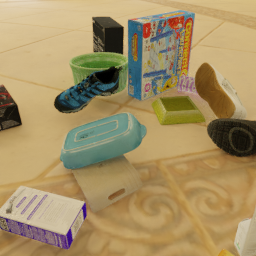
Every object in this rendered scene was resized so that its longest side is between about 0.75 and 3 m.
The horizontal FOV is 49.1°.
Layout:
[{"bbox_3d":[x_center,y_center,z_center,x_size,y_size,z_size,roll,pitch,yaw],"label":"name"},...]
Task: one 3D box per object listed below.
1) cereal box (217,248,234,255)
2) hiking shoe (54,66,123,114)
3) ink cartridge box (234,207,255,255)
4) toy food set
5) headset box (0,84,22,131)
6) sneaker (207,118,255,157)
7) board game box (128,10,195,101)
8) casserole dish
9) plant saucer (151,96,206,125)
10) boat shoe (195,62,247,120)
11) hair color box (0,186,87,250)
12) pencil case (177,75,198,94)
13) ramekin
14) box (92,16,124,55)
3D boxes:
[{"bbox_3d":[1.842,2.874,3.801,2.111,0.417,1.519,27,43,36],"label":"cereal box"},{"bbox_3d":[-1.340,-1.357,9.189,2.456,1.065,0.914,-31,70,-26],"label":"hiking shoe"},{"bbox_3d":[2.583,1.591,4.900,1.174,1.458,0.365,-4,26,-7],"label":"ink cartridge box"},{"bbox_3d":[-0.606,1.094,6.725,1.253,0.527,1.746,-26,37,-16],"label":"toy food set"},{"bbox_3d":[-4.589,-0.648,9.137,1.569,0.792,2.111,-19,36,-27],"label":"headset box"},{"bbox_3d":[3.525,0.214,7.808,2.645,1.004,1.200,12,24,7],"label":"sneaker"},{"bbox_3d":[1.261,-2.817,10.722,2.774,2.833,0.792,-26,40,-34],"label":"board game box"},{"bbox_3d":[-0.709,0.231,6.965,2.341,0.454,1.418,-18,31,10],"label":"casserole dish"},{"bbox_3d":[1.706,-0.691,9.614,1.544,0.370,1.542,-4,32,-7],"label":"plant saucer"},{"bbox_3d":[3.075,-1.178,9.389,0.937,0.957,2.704,12,42,-25],"label":"boat shoe"},{"bbox_3d":[-1.699,1.747,5.586,1.533,0.497,0.838,11,34,14],"label":"hair color box"},{"bbox_3d":[2.661,-1.525,10.654,1.640,0.701,0.688,19,36,28],"label":"pencil case"},{"bbox_3d":[-1.106,-2.157,11.153,2.339,1.142,2.339,0,29,0],"label":"ramekin"},{"bbox_3d":[-1.062,-4.459,14.238,1.055,1.889,2.676,-10,34,-15],"label":"box"}]
